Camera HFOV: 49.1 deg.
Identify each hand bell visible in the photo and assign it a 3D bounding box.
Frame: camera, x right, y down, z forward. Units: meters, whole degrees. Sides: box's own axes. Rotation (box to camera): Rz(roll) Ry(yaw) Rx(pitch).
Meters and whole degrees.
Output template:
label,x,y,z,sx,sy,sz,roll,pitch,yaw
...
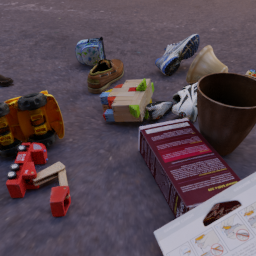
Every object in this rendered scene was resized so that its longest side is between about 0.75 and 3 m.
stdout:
label,x,y,z,sx,sy,sz,roll,pitch,yaw
hand bell,3.729,-1.542,9.895,2.964,1.543,1.543,37,49,21

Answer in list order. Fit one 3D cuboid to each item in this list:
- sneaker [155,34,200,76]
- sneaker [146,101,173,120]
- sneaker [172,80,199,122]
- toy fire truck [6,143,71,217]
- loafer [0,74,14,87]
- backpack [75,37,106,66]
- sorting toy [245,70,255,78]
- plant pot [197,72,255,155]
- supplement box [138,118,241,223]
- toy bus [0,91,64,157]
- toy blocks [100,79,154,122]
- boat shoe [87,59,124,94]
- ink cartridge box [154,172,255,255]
label,x,y,z,sx,sy,sz,roll,pitch,yaw
sneaker,1.991,-3.174,11.465,2.244,0.864,0.956,-42,53,-11
sneaker,1.030,-0.599,9.035,0.486,0.521,1.315,2,15,39
sneaker,2.038,-1.109,9.356,0.973,0.814,2.198,15,39,15
toy fire truck,-2.042,1.117,6.682,1.460,0.505,2.071,-1,36,-2
loafer,-4.971,-1.875,10.688,1.192,0.425,0.435,6,38,7
backpack,-1.621,-3.201,11.893,1.201,1.099,0.883,-2,37,4
sorting toy,5.072,-2.205,11.376,0.508,0.123,0.902,22,43,26
plant pot,2.552,-0.244,7.364,1.723,1.844,1.723,0,38,0
supplement box,1.363,0.907,6.689,1.467,0.821,2.696,-10,38,-14
toy bus,-3.064,-0.323,8.005,2.101,1.426,2.017,-17,27,-17
toy blocks,-0.153,-0.911,9.071,1.568,1.146,2.293,-1,35,18
boat shoe,-0.770,-2.239,10.827,0.881,0.833,2.449,12,39,15
ink cartridge box,1.985,2.096,4.514,2.635,0.574,2.287,-31,35,2
